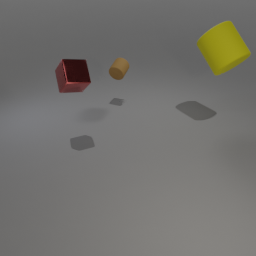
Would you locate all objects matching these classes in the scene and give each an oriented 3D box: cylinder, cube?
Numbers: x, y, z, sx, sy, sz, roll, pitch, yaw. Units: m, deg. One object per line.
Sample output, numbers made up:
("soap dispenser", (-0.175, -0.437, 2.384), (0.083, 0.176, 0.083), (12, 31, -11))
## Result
("cylinder", (3.445, -2.861, 10.154), (1.400, 1.400, 1.400), (-23, 81, -34))
("cylinder", (-0.384, -2.568, 12.158), (0.700, 0.700, 0.700), (12, 53, 20))
("cube", (-1.522, -1.421, 7.703), (0.700, 0.700, 0.700), (-7, -12, -32))
